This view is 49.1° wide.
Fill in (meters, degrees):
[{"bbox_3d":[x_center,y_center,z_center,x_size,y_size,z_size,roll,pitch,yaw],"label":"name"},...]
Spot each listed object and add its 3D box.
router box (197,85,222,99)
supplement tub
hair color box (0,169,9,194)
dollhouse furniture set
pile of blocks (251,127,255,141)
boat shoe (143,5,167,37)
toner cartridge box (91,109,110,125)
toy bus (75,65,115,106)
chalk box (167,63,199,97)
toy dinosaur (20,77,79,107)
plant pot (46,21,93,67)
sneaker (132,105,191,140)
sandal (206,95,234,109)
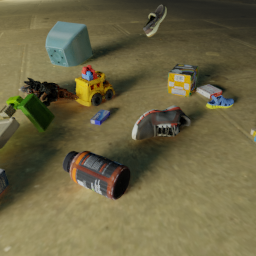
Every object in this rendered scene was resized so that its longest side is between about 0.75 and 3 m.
[{"bbox_3d":[4.031,-1.823,13.894,0.823,0.224,0.917,-18,37,-25],"label":"router box"},{"bbox_3d":[-0.977,1.296,8.275,1.955,1.046,1.046,19,37,26],"label":"supplement tub"},{"bbox_3d":[-4.384,1.944,7.632,1.065,0.644,2.129,9,34,14],"label":"hair color box"},{"bbox_3d":[-4.365,0.097,10.602,1.735,1.329,2.649,-3,45,34],"label":"dollhouse furniture set"},{"bbox_3d":[5.123,0.395,10.119,0.759,0.575,1.849,-14,35,-21],"label":"pile of blocks"},{"bbox_3d":[1.199,-4.881,12.445,0.652,0.577,1.781,-2,58,47],"label":"boat shoe"},{"bbox_3d":[-1.158,-0.462,11.797,0.440,0.200,0.926,12,35,18],"label":"toner cartridge box"},{"bbox_3d":[-1.543,-2.070,12.915,1.224,1.731,1.803,26,39,36],"label":"toy bus"},{"bbox_3d":[2.832,-2.503,14.123,1.156,1.148,1.852,14,34,23],"label":"chalk box"},{"bbox_3d":[-3.676,-1.673,12.748,2.924,1.493,1.984,-11,11,23],"label":"toy dinosaur"},{"bbox_3d":[-3.739,-4.903,17.104,2.143,2.149,2.189,14,51,21],"label":"plant pot"},{"bbox_3d":[1.365,-0.109,10.567,2.668,1.028,1.092,-24,46,-31],"label":"sneaker"},{"bbox_3d":[4.205,-1.211,12.648,1.294,0.564,0.514,-7,31,-14],"label":"sandal"}]
